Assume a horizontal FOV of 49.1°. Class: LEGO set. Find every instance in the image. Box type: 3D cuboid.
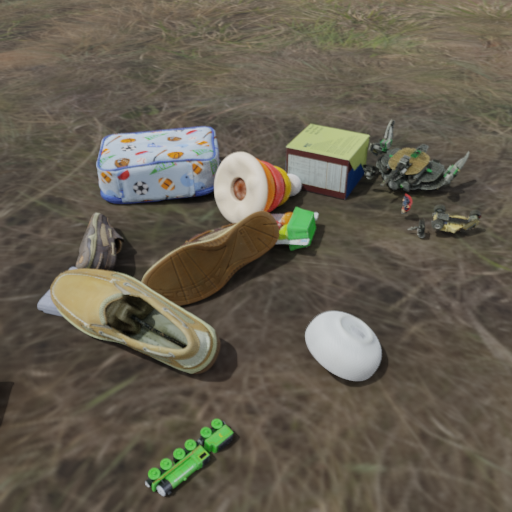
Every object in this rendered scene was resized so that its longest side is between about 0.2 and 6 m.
[{"bbox_3d":[3.788,-1.696,13.376,2.528,1.103,3.893,4,49,8],"label":"LEGO set"}]

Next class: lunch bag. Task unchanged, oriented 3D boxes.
[{"bbox_3d":[-2.317,-2.332,13.874,3.062,1.157,2.453,-4,34,-4],"label":"lunch bag"}]

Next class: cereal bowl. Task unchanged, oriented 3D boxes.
[{"bbox_3d":[1.453,1.328,8.892,1.279,0.533,1.279,21,30,-13],"label":"cereal bowl"}]

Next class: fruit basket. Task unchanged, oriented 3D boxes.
[{"bbox_3d":[0.558,-0.541,11.963,1.373,0.644,1.272,-5,32,21],"label":"fruit basket"}]

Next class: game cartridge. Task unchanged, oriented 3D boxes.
[{"bbox_3d":[-3.387,0.663,10.473,0.813,0.250,1.221,13,38,11],"label":"game cartridge"}]

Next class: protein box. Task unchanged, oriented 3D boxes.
[{"bbox_3d":[1.760,-2.368,13.930,1.606,1.083,1.594,16,39,21],"label":"protein box"}]

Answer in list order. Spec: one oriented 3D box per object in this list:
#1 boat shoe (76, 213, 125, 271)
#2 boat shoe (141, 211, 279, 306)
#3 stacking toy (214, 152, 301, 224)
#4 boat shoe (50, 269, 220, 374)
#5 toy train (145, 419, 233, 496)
[{"bbox_3d":[-3.127,-0.201,11.361,0.766,0.778,2.089,21,23,-19],"label":"boat shoe"},{"bbox_3d":[-0.944,0.045,10.854,2.940,1.061,1.058,-34,14,-22],"label":"boat shoe"},{"bbox_3d":[0.289,-1.557,12.880,2.201,1.608,1.608,-9,32,-44],"label":"stacking toy"},{"bbox_3d":[-2.149,0.867,8.998,3.263,1.242,1.169,16,79,22],"label":"boat shoe"},{"bbox_3d":[-0.871,2.725,7.576,0.387,0.286,1.372,38,49,27],"label":"toy train"}]
